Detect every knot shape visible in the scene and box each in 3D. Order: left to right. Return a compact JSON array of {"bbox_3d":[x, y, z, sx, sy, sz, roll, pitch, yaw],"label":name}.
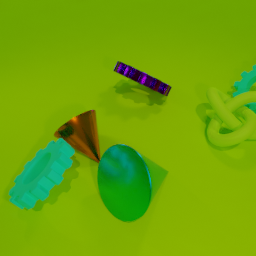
[{"bbox_3d":[2.954,-0.455,7.883,2.073,0.958,1.940,-25,57,-17],"label":"knot shape"}]

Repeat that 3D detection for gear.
[{"bbox_3d":[-1.921,0.980,6.240,1.686,0.312,1.686,-33,27,20],"label":"gear"},{"bbox_3d":[0.466,-1.571,8.969,1.884,0.348,1.884,25,9,-4],"label":"gear"},{"bbox_3d":[4.148,-1.227,8.642,1.692,0.313,1.692,-21,53,30],"label":"gear"}]

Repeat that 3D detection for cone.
[{"bbox_3d":[-1.050,0.402,7.322,1.274,1.274,1.279,-30,84,-29],"label":"cone"},{"bbox_3d":[0.436,1.129,6.476,1.641,1.635,1.635,-3,34,-45],"label":"cone"}]
